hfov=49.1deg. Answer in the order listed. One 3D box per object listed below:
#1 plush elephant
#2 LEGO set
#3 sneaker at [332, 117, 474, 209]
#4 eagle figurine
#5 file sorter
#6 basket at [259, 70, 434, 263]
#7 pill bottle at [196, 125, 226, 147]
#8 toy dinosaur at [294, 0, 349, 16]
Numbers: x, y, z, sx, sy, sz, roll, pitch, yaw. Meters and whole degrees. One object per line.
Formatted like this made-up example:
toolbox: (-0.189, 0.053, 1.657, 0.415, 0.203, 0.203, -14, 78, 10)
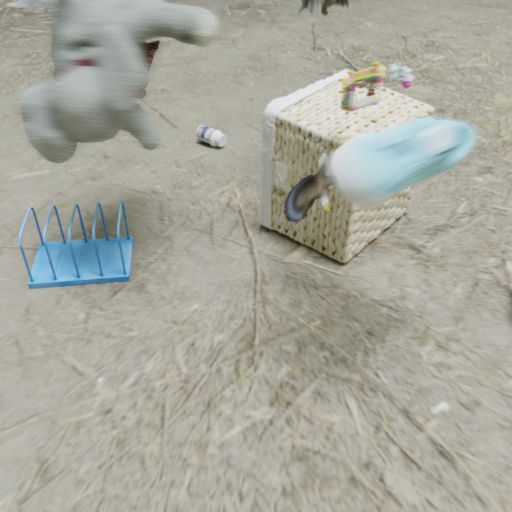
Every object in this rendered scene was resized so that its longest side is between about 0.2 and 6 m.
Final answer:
plush elephant: (-2.223, -2.651, 8.498, 2.521, 2.370, 3.061, -14, -13, 36)
LEGO set: (1.468, -2.208, 7.824, 0.664, 0.537, 1.444, 4, -8, -27)
sneaker: (1.781, -1.247, 6.495, 2.354, 0.964, 0.870, -26, 83, -46)
eagle figurine: (0.882, -0.956, 8.426, 1.003, 0.761, 0.757, -24, 42, 25)
file sorter: (-3.107, -0.260, 9.782, 1.703, 1.045, 1.182, -5, 38, -5)
basket: (1.592, -1.684, 10.402, 2.074, 2.555, 2.579, 31, 47, 30)
pill bottle: (-1.086, -2.905, 13.678, 0.726, 0.403, 0.403, 26, 45, 30)
toy dinosaur: (1.176, -4.834, 10.309, 1.018, 0.766, 1.991, 1, 24, 1)
